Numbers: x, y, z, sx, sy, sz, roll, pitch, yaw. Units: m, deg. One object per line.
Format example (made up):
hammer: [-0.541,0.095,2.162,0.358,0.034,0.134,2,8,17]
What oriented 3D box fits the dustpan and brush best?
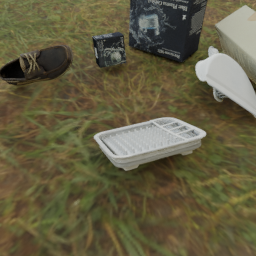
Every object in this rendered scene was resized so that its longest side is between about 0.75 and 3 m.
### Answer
dustpan and brush: [2.568,-1.547,7.698,1.992,0.817,2.854,28,51,-21]

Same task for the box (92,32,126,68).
box: [-0.569,-2.408,8.619,0.868,0.883,0.547,-15,32,-13]

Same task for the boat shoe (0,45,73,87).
boat shoe: [-2.521,-1.620,7.554,2.292,0.854,0.840,-17,1,24]

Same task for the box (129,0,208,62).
box: [1.250,-3.602,9.113,2.144,2.181,1.280,25,45,25]

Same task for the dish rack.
dish rack: [0.418,0.314,5.991,2.049,0.446,1.758,-12,19,-17]

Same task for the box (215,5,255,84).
box: [3.833,-2.215,8.130,1.121,1.369,2.884,-32,47,11]
